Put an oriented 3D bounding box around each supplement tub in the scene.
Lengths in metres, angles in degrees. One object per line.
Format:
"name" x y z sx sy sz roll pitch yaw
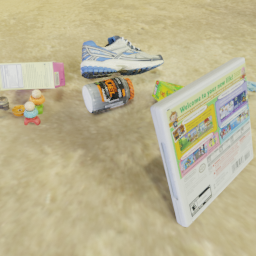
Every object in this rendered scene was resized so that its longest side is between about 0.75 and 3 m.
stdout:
"supplement tub" -0.558 -0.994 8.151 1.371 0.840 0.840 -19 42 -21

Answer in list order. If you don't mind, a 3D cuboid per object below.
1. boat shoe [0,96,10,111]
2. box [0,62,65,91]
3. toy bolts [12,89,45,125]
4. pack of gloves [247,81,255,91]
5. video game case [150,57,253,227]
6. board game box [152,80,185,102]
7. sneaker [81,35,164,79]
"boat shoe" -3.593 -0.644 7.534 1.041 0.382 0.388 11 36 32
"box" -2.838 -1.579 8.451 1.570 0.759 1.381 -2 12 0
"toy bolts" -2.766 -0.596 7.716 0.932 0.677 0.976 -4 40 -13
"pack of gloves" 3.827 -1.231 8.782 1.299 0.256 1.091 16 29 13
"video game case" 1.638 0.181 5.473 2.656 2.418 0.293 -31 27 -33
"board game box" 1.451 -0.705 7.269 1.085 0.509 2.136 11 18 -14
"sneaker" -0.111 -2.389 9.051 2.994 1.275 1.154 -10 2 -30
